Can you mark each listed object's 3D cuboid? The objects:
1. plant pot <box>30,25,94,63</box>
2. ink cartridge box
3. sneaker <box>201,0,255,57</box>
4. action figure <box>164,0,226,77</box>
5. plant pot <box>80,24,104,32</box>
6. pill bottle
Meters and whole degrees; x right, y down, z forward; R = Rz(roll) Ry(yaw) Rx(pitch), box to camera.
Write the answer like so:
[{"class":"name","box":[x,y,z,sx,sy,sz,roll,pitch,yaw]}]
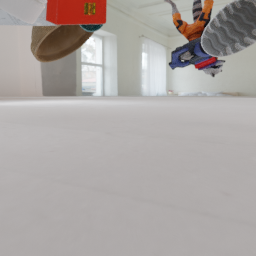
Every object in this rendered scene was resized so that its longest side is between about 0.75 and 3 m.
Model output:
[{"class":"plant pot","box":[-2.285,-3.282,9.196,2.361,1.090,2.361,-34,-3,-2]},{"class":"ink cartridge box","box":[-1.886,-3.254,5.573,2.917,2.335,0.690,0,-10,0]},{"class":"sneaker","box":[2.636,-2.431,5.685,2.560,0.957,1.050,-40,3,25]},{"class":"action figure","box":[2.630,-3.028,8.828,2.876,2.783,1.505,-9,14,28]},{"class":"plant pot","box":[-1.064,-3.085,7.979,0.781,0.781,0.526,-1,5,-10]},{"class":"pill bottle","box":[-1.037,-2.658,3.501,1.444,2.413,1.444,37,14,-11]}]
